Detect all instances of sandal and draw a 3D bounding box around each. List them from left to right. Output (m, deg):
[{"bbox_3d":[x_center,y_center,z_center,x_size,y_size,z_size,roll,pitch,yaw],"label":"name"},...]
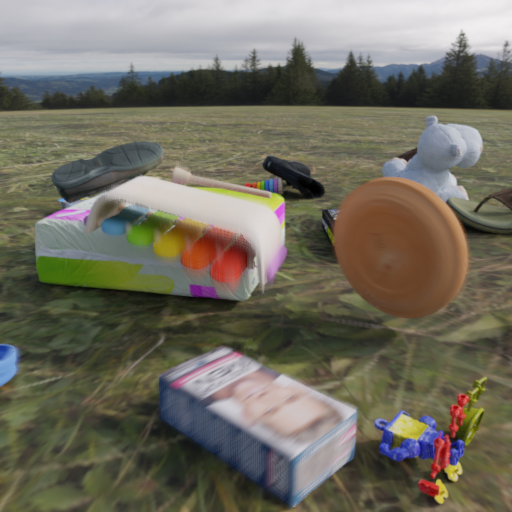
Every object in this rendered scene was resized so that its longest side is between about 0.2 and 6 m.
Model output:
[{"bbox_3d":[5.995,-1.067,12.562,3.366,0.960,1.337,7,24,13],"label":"sandal"}]

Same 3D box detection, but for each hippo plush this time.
[{"bbox_3d":[4.114,-2.321,13.537,2.731,2.196,2.175,-7,43,-25],"label":"hippo plush"}]

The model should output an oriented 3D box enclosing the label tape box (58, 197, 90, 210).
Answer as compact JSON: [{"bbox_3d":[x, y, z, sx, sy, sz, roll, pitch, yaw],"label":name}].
[{"bbox_3d":[-4.407,-1.211,14.028,0.751,0.329,1.041,-15,24,-37],"label":"label tape box"}]

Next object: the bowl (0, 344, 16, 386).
[{"bbox_3d":[-3.377,1.374,6.210,1.390,0.273,1.390,-11,11,2],"label":"bowl"}]

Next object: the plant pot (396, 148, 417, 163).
[{"bbox_3d":[4.864,-2.747,17.413,1.292,1.292,1.383,-16,10,-39],"label":"plant pot"}]

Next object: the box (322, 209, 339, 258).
[{"bbox_3d":[2.635,-0.504,11.664,2.296,0.545,2.217,-1,16,-1],"label":"box"}]

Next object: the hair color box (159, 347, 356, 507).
[{"bbox_3d":[-0.037,1.580,5.583,1.872,0.567,0.936,17,26,41],"label":"hair color box"}]

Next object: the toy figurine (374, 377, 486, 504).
[{"bbox_3d":[1.574,1.601,5.366,0.845,0.744,1.411,8,20,36],"label":"toy figurine"}]

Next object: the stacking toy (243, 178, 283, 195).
[{"bbox_3d":[0.180,-1.957,16.070,1.165,0.498,0.498,-3,19,7],"label":"stacking toy"}]

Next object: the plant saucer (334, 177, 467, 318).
[{"bbox_3d":[1.868,-0.069,7.679,2.000,2.000,0.323,18,30,41],"label":"plant saucer"}]

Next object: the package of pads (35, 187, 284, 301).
[{"bbox_3d":[-1.536,-0.388,10.148,3.805,1.298,2.940,5,20,14],"label":"package of pads"}]

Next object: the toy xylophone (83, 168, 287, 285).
[{"bbox_3d":[-0.838,-0.526,7.905,2.826,0.710,2.069,19,26,19],"label":"toy xylophone"}]

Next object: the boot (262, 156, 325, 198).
[{"bbox_3d":[1.376,-2.259,16.420,1.745,0.695,2.117,7,18,-33],"label":"boot"}]

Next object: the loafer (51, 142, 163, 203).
[{"bbox_3d":[-2.898,-1.665,11.166,2.195,0.690,0.789,-18,51,-11],"label":"loafer"}]
